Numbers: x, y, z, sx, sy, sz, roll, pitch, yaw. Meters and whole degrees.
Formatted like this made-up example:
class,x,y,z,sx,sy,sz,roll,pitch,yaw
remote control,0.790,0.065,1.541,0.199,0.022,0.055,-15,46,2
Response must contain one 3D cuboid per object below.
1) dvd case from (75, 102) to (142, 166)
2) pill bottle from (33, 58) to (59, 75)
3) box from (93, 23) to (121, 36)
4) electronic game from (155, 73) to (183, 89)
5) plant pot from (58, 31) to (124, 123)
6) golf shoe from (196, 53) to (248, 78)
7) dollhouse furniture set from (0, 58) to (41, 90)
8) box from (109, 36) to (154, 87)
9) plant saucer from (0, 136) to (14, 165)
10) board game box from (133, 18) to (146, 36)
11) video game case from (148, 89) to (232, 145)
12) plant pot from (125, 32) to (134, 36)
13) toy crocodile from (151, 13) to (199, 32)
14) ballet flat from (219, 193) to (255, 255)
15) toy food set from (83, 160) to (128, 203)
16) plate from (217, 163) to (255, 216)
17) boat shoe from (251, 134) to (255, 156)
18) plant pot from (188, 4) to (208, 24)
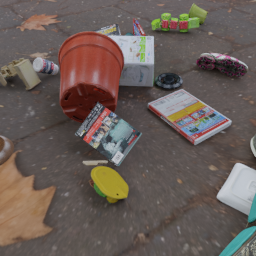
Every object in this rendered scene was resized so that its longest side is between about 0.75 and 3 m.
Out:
class,x,y,z,sx,sy,sz,roll,pitch,yaw
dvd case,-0.632,0.179,8.873,1.765,0.194,1.288,35,88,15
pill bottle,-3.657,-2.724,12.559,0.624,0.624,1.044,29,13,29
box,-1.491,-4.566,14.589,2.300,0.556,1.821,-15,40,6
electronic game,1.805,-2.084,12.383,1.214,0.253,1.214,-2,42,2
plant pot,-1.400,-1.721,10.433,2.647,2.647,2.574,-2,49,-2
golf shoe,4.467,-3.077,13.077,2.339,0.849,1.077,23,46,24
dollhouse furniture set,-4.851,-2.274,12.332,1.657,1.100,1.452,-1,36,34
box,0.051,-3.124,12.751,2.250,1.233,2.549,1,44,3
plant saucer,-4.597,0.716,9.153,1.604,0.293,1.604,0,40,0
board game box,0.572,-4.764,14.738,0.229,1.214,2.358,-8,41,-6
video game case,2.272,-0.527,10.616,1.872,0.228,2.619,-24,46,-26
plant pot,-0.093,-4.572,14.936,0.772,0.772,0.756,30,57,30
toy crocodile,2.794,-6.173,16.555,2.789,0.941,0.861,5,39,8
ballet flat,3.132,2.491,6.589,1.035,0.932,2.749,39,61,14
toy food set,-0.656,1.602,8.047,0.923,0.513,1.569,-2,36,-41
plate,3.623,1.783,7.938,1.674,0.271,1.678,26,47,26
boat shoe,4.606,0.876,8.277,1.075,0.899,3.007,2,32,-3
plant pot,4.405,-7.108,17.657,1.031,1.121,1.121,25,46,11
